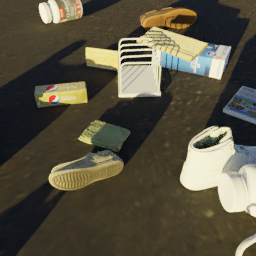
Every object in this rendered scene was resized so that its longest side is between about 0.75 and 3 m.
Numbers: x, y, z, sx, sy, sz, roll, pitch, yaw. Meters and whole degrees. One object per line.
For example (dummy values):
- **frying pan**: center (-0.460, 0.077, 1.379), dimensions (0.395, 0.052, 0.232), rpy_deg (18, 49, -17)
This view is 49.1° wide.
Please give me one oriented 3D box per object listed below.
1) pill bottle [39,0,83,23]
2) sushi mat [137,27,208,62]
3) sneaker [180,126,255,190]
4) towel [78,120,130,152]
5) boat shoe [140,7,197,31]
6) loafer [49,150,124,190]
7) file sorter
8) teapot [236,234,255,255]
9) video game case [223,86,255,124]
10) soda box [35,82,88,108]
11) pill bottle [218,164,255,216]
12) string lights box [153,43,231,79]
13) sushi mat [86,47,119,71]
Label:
- **pill bottle**: center (-3.525, -6.231, 14.790), dimensions (2.035, 1.179, 1.179), rpy_deg (-25, 46, -27)
- **sushi mat**: center (1.642, -3.205, 10.531), dimensions (2.463, 0.149, 1.178), rpy_deg (29, 59, 28)
- **sneaker**: center (2.370, 0.559, 6.351), dimensions (2.344, 1.355, 0.864), rpy_deg (-13, 39, -18)
- **towel**: center (-0.633, 0.199, 7.673), dimensions (1.232, 0.225, 0.914), rpy_deg (14, 40, 18)
- **boat shoe**: center (2.006, -5.605, 14.159), dimensions (2.821, 0.993, 0.992), rpy_deg (-8, 43, -9)
- **loafer**: center (-0.975, 0.936, 6.488), dimensions (1.734, 0.656, 0.592), rpy_deg (-8, 38, -25)
- **file sorter**: center (0.351, -2.138, 9.725), dimensions (1.403, 1.259, 2.022), rpy_deg (-2, 40, -2)
- **teapot**: center (2.842, 2.156, 4.651), dimensions (1.488, 1.101, 1.507), rpy_deg (4, 9, -44)
- **video game case**: center (3.925, -0.748, 8.887), dimensions (1.226, 0.154, 1.713), rpy_deg (26, 46, 27)
- **soda box**: center (-2.129, -1.082, 9.011), dimensions (1.602, 0.513, 0.543), rpy_deg (-7, 40, -8)
- **pill bottle**: center (2.914, 1.244, 5.727), dimensions (1.903, 1.057, 1.057), rpy_deg (-4, 39, -4)
- **string lights box**: center (2.458, -2.776, 10.852), dimensions (2.647, 0.780, 1.360), rpy_deg (16, 42, 19)
- **sushi mat**: center (-0.972, -2.622, 10.604), dimensions (1.493, 0.714, 0.090), rpy_deg (14, 29, 25)
